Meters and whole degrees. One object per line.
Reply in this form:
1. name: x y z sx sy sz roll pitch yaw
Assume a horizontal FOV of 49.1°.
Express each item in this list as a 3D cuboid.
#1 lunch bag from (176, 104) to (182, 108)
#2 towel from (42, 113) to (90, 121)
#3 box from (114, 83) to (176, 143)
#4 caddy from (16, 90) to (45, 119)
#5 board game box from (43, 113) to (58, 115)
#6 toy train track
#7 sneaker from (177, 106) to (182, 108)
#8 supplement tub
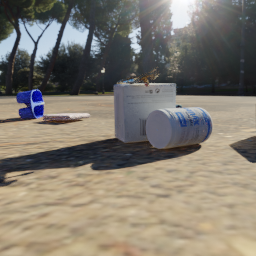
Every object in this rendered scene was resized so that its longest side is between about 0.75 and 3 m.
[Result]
1. lunch bag: 2.459 -1.126 16.202 1.217 0.469 0.976 -3 6 -22
2. towel: -2.678 -0.486 12.250 1.494 0.252 1.564 1 7 24
3. box: 0.451 -0.467 7.847 1.541 1.550 1.013 -5 9 -18
4. caddy: -4.481 -1.116 13.266 0.990 1.333 1.886 -6 9 0
5. board game box: -3.917 -0.657 14.239 0.808 0.130 0.485 -6 6 -33
6. toy train track: 0.259 -1.261 7.569 0.952 0.270 1.659 -38 22 -29
7. sneaker: 2.176 -0.705 12.783 1.067 0.616 0.400 -3 9 -23
8. supplement tub: 1.281 -0.021 6.929 1.466 0.967 0.967 -6 10 -36
